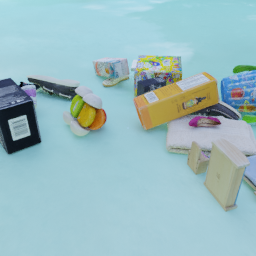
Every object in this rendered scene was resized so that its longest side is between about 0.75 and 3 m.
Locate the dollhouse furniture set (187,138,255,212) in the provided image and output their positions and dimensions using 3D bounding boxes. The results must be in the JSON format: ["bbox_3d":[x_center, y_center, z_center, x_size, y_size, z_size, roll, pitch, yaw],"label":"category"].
[{"bbox_3d":[3.228,0.815,7.625,2.319,1.513,2.189,-11,35,-17],"label":"dollhouse furniture set"}]

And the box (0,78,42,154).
[{"bbox_3d":[-4.007,-0.484,9.431,1.188,1.685,2.278,-22,40,-30],"label":"box"}]

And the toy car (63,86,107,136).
[{"bbox_3d":[-1.418,-0.556,10.063,1.289,1.504,1.719,19,16,-41],"label":"toy car"}]

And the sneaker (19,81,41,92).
[{"bbox_3d":[-4.498,-1.855,12.519,0.514,0.580,1.372,26,41,33],"label":"sneaker"}]

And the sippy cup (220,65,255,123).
[{"bbox_3d":[4.556,-1.383,10.888,1.748,1.873,2.385,-4,20,14],"label":"sippy cup"}]

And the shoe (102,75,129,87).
[{"bbox_3d":[-0.592,-2.416,13.500,0.565,0.431,1.616,29,43,36],"label":"shoe"}]

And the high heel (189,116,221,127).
[{"bbox_3d":[2.564,-0.182,9.317,1.079,0.364,0.519,-15,30,-22],"label":"high heel"}]

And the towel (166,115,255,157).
[{"bbox_3d":[2.751,0.242,9.409,2.930,0.505,1.942,5,33,7],"label":"towel"}]

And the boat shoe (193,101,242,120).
[{"bbox_3d":[2.797,-0.723,10.833,2.971,1.079,0.932,26,84,26],"label":"boat shoe"}]

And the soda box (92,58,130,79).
[{"bbox_3d":[-0.853,-2.897,13.356,0.812,0.755,2.376,-22,22,-23],"label":"soda box"}]

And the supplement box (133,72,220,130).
[{"bbox_3d":[1.707,-0.988,9.948,2.877,0.957,0.990,-19,33,0],"label":"supplement box"}]

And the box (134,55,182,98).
[{"bbox_3d":[1.361,-2.340,12.616,2.005,1.270,2.081,4,34,7],"label":"box"}]

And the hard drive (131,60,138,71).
[{"bbox_3d":[0.653,-3.413,15.247,0.862,0.172,1.307,4,34,6],"label":"hard drive"}]

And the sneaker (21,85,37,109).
[{"bbox_3d":[-4.229,-0.957,11.093,1.830,1.043,0.663,-14,-3,43],"label":"sneaker"}]

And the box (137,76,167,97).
[{"bbox_3d":[0.932,-1.375,11.291,1.034,1.135,0.591,-16,37,-22],"label":"box"}]

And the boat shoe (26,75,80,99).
[{"bbox_3d":[-3.316,-1.826,12.298,2.645,0.798,0.977,12,17,16],"label":"boat shoe"}]
